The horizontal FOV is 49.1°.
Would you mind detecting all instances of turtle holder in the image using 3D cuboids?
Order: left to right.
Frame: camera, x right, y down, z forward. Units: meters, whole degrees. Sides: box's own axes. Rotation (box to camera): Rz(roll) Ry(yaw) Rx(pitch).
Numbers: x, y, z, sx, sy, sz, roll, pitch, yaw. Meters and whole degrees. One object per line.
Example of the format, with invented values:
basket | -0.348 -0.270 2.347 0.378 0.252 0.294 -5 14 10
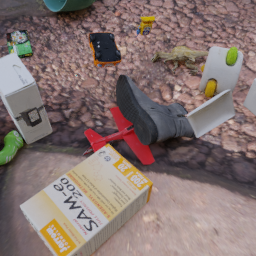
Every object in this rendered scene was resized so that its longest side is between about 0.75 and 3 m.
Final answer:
turtle holder | -4.750 0.248 8.403 2.653 2.015 1.884 -4 52 0

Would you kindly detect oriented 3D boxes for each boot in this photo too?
boot | 0.869 -0.673 9.535 1.940 1.028 2.947 -9 57 -28

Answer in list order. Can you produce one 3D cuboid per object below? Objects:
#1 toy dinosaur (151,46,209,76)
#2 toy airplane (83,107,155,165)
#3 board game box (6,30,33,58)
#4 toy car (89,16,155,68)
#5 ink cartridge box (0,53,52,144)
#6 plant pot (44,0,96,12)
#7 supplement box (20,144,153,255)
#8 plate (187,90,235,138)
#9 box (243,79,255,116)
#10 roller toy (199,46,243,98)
toy dinosaur | 2.487 -2.982 11.703 2.958 0.861 1.496 -3 51 -2
toy airplane | -0.295 0.225 9.369 2.670 0.491 2.670 0 54 0
board game box | -4.971 -3.820 12.768 0.994 0.223 1.898 -14 53 -14
toy car | -0.039 -2.675 9.314 2.898 0.964 1.422 -25 66 -26
ink cartridge box | -3.472 -0.909 9.074 0.994 2.385 1.732 -29 57 -21
plant pot | -2.723 -7.207 13.944 2.205 2.748 2.748 -17 50 -41
supplement box | -1.010 2.001 7.507 2.957 1.087 1.864 -36 60 -29
plate | 2.391 -0.411 8.073 1.377 1.374 0.223 -33 54 6
box | 5.905 -1.217 9.973 2.776 1.353 1.726 -23 55 -17
roller toy | 3.370 -2.071 10.436 1.323 1.893 1.727 15 15 12
